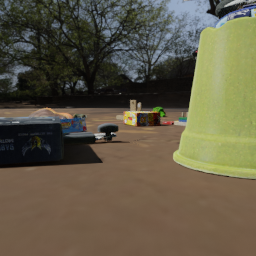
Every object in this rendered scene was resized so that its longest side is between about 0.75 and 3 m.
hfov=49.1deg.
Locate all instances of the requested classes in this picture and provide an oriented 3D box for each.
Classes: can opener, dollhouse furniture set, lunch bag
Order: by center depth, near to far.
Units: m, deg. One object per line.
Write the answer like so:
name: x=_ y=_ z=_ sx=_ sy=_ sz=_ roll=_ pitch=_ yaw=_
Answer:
lunch bag: x=2.613 y=-0.904 z=5.008 sx=2.062 sy=2.565 sz=1.057 roll=4 pitch=7 yaw=37
can opener: x=-0.807 y=0.134 z=5.849 sx=1.240 sy=0.412 sz=0.326 roll=-7 pitch=14 yaw=-23
dollhouse furniture set: x=0.091 y=-0.962 z=14.707 sx=1.236 sy=1.007 sz=1.175 roll=-4 pitch=7 yaw=-40

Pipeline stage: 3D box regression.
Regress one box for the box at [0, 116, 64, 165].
box: x=-2.197 y=0.152 z=4.343 sx=2.307 sy=0.589 sz=1.819 roll=-2 pitch=6 yaw=-15

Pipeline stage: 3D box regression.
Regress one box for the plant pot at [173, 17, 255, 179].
plant pot: x=1.681 y=-0.446 z=3.928 sx=2.029 sy=1.866 sz=2.029 roll=1 pitch=5 yaw=0

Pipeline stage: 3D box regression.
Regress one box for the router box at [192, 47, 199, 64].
router box: x=2.958 y=-2.648 z=10.540 sx=0.399 sy=0.962 sz=1.284 roll=-7 pitch=28 yaw=43

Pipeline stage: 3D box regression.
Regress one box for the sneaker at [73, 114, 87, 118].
sneaker: x=-2.542 y=-0.626 z=15.016 sx=0.371 sy=0.277 sz=0.827 roll=-3 pitch=0 yaw=32

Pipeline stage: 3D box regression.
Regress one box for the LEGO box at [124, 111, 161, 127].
LEGO box: x=0.514 y=-0.368 z=10.751 sx=0.983 sy=0.510 sz=1.321 roll=-2 pitch=5 yaw=-22

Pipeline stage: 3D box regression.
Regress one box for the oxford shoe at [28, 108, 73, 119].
oxford shoe: x=-2.506 y=-0.227 z=8.434 sx=1.912 sy=0.682 sz=0.697 roll=4 pitch=11 yaw=36

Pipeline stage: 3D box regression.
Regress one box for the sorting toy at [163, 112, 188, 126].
sorting toy: x=2.676 y=-0.341 z=10.554 sx=1.438 sy=0.504 sz=2.982 roll=-3 pitch=6 yaw=-34

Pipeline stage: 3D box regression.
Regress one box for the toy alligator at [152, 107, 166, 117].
toy alligator: x=1.853 y=-1.063 z=18.160 sx=0.663 sy=0.607 sz=2.236 roll=-2 pitch=5 yaw=-19

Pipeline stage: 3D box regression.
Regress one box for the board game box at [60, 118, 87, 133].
board game box: x=-1.689 y=0.027 z=6.262 sx=1.078 sy=0.308 sz=1.100 roll=-10 pitch=-1 yaw=29

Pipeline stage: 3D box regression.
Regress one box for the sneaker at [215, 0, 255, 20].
sneaker: x=2.528 y=-3.019 z=6.702 sx=1.664 sy=0.704 sz=0.620 roll=-29 pitch=-17 yaw=-34
